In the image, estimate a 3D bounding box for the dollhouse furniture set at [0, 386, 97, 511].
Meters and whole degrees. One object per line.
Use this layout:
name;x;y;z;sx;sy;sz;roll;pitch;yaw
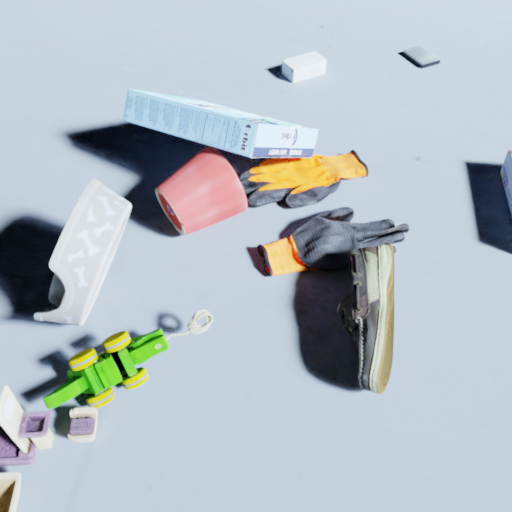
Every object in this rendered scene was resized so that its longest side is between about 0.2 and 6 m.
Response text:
dollhouse furniture set;-2.686;2.410;6.285;1.428;1.279;1.802;-3;48;-2

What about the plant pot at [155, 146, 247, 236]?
plant pot;-0.982;-1.031;9.502;1.166;1.317;1.317;-32;55;-15

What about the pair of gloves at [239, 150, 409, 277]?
pair of gloves;1.088;-0.879;9.907;2.607;0.362;2.927;-12;50;-11

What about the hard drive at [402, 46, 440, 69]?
hard drive;4.024;-4.851;13.668;0.547;0.129;0.783;-21;51;-18

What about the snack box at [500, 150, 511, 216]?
snack box;5.333;-0.907;9.752;1.626;0.606;2.286;5;48;5

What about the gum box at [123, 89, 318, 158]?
gum box;-0.588;-2.371;10.156;2.717;0.605;2.309;22;18;26

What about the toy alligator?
toy alligator;-1.744;1.363;7.707;2.433;0.721;0.660;-27;13;-23

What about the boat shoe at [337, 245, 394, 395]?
boat shoe;1.576;0.855;8.073;0.798;0.901;2.461;0;45;17

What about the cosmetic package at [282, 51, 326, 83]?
cosmetic package;1.118;-4.422;13.112;0.931;0.378;0.525;-22;51;-18

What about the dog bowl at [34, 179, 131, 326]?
dog bowl;-2.414;0.013;7.993;0.634;2.161;2.161;22;47;-12
